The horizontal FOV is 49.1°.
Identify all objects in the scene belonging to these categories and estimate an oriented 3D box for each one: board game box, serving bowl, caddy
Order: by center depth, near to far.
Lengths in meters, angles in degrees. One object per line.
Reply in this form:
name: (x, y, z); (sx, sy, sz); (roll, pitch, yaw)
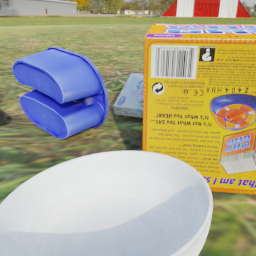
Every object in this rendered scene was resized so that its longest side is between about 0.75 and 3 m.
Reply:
serving bowl: (-0.298, 1.282, 3.794); (2.778, 0.914, 2.778); (-6, 19, 2)
board game box: (1.795, -0.617, 5.860); (2.788, 2.785, 2.786); (3, 24, 7)
caddy: (-1.772, -1.017, 7.632); (2.936, 2.076, 1.541); (26, 39, 35)
board game box: (0.679, -1.040, 8.940); (1.786, 0.389, 1.794); (9, 48, 18)

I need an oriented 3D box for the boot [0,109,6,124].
boot: (-4.236, -0.928, 8.045); (1.673, 0.609, 1.777); (24, 21, -27)
